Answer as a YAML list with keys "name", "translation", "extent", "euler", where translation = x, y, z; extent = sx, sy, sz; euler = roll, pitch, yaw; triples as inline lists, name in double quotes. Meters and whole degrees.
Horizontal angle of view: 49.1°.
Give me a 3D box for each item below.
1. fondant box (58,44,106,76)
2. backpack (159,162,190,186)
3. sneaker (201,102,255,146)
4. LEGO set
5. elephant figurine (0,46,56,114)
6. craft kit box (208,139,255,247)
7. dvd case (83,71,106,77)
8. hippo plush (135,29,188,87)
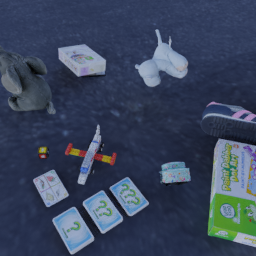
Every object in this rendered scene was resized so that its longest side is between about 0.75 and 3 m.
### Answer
- name: "fondant box"
  translation: [-1.663, -2.459, 10.056]
  extent: [1.106, 0.447, 1.533]
  euler: [-19, 44, -31]
- name: "backpack"
  translation: [1.149, 1.129, 6.820]
  extent: [0.700, 0.788, 0.593]
  euler: [-3, 84, -5]
- name: "sneaker"
  translation: [3.451, -0.159, 7.852]
  extent: [2.676, 0.939, 1.097]
  euler: [17, 44, 8]
- name: "LEGO set"
  translation: [-1.143, 1.210, 6.982]
  extent: [2.160, 0.710, 2.892]
  euler: [-26, 55, -23]
- name: "elephant figurine"
  translation: [-3.213, -1.560, 8.327]
  extent: [1.680, 2.166, 1.532]
  euler: [-8, 51, 0]
- name: "craft kit box"
  translation: [3.317, 1.591, 6.739]
  extent: [2.511, 0.617, 2.543]
  euler: [9, 50, 11]
- name: "dvd case"
  translation: [-1.244, -2.078, 10.205]
  extent: [0.835, 0.073, 0.596]
  euler: [-5, 49, -6]
- name: "hippo plush"
  translation: [1.031, -1.880, 8.757]
  extent: [1.269, 1.578, 1.257]
  euler: [-42, 56, -8]
